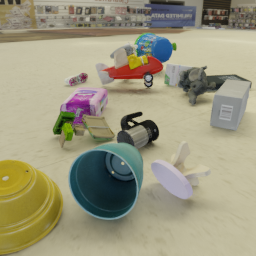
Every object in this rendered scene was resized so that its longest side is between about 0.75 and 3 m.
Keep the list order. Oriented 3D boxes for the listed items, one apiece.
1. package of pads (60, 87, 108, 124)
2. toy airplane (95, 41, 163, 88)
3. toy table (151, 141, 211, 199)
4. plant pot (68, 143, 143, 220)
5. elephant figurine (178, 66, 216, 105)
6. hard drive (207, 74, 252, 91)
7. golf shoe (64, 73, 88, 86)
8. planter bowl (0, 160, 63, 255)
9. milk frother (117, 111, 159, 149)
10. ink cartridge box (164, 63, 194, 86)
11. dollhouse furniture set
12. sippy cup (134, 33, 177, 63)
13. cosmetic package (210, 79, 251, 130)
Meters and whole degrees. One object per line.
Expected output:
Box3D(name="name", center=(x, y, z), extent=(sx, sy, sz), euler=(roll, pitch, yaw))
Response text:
Box3D(name="package of pads", center=(-1.564, -0.884, 10.394), extent=(1.289, 0.809, 2.139), euler=(1, 24, 8))
Box3D(name="toy airplane", center=(-0.152, -3.040, 13.435), extent=(2.883, 2.043, 2.896), euler=(6, -7, -40))
Box3D(name="toy table", center=(1.152, 0.955, 6.136), extent=(0.745, 1.169, 1.271), euler=(-31, 37, -21))
Box3D(name="plant pot", center=(-0.300, 0.930, 5.853), extent=(1.418, 1.418, 1.333), euler=(7, 15, 16))
Box3D(name="elephant figurine", center=(3.066, -1.889, 12.086), extent=(1.362, 1.493, 1.924), euler=(2, 19, -14))
Box3D(name="hard drive", center=(4.625, -2.294, 14.009), extent=(2.386, 0.392, 1.665), euler=(-4, 25, -9))
Box3D(name="golf shoe", center=(-2.686, -2.567, 14.490), extent=(0.657, 0.541, 1.436), euler=(13, 26, 33))
Box3D(name="planter bowl", center=(-2.254, 1.200, 5.249), extent=(2.036, 0.848, 2.036), euler=(7, 34, -5))
Box3D(name="milk frother", center=(0.088, 0.173, 8.278), extent=(1.105, 1.060, 1.175), euler=(-22, -11, -40))
Box3D(name="ink cartridge box", center=(2.588, -2.574, 13.783), extent=(1.427, 1.037, 0.624), euler=(18, 19, 36))
Box3D(name="dollhouse furniture set", center=(-1.359, 0.162, 8.659), extent=(1.583, 0.794, 1.037), euler=(4, 39, -35))
Box3D(name="sippy cup", center=(1.564, -4.556, 16.373), extent=(2.552, 2.004, 1.870), euler=(-48, 30, -6))
Box3D(name="cosmetic package", center=(3.689, -0.900, 9.980), extent=(1.010, 1.196, 2.239), euler=(12, 25, 23))
